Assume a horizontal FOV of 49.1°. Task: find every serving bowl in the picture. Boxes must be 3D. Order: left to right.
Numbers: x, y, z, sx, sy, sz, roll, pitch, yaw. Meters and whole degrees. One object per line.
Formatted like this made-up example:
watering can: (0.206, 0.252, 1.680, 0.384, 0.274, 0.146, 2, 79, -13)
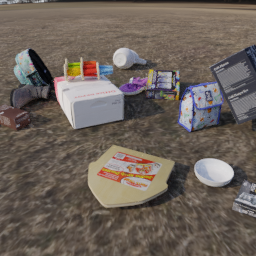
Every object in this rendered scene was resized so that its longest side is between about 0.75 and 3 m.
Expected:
serving bowl: (2.497, 1.359, 8.210, 1.103, 0.363, 1.103, 0, 29, 0)

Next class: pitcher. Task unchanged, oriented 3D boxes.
pitcher: (0.125, -4.270, 17.399, 1.742, 1.231, 2.031, 22, 24, 15)

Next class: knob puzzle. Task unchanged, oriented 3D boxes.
knob puzzle: (-0.053, 1.478, 7.990, 2.685, 0.372, 2.685, 0, 30, 0)

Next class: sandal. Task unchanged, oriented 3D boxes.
sandal: (0.514, -2.352, 14.397, 1.084, 0.655, 2.665, 24, 36, 35)

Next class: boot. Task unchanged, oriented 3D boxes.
boot: (-4.363, -1.476, 12.797, 1.534, 0.813, 2.330, 3, 33, -4)

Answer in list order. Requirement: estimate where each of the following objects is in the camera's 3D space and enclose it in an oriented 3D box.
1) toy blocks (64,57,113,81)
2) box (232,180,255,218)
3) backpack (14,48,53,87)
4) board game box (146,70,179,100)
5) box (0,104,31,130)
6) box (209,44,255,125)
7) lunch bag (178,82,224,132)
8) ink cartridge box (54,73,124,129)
toy blocks: (-1.716, -2.626, 12.315, 2.029, 0.737, 1.691, -4, 28, -6)
box: (3.333, 1.889, 7.370, 0.848, 0.268, 1.075, 18, 35, 29)
backpack: (-4.885, -2.966, 14.224, 1.471, 1.954, 1.735, -21, 31, 3)
board game box: (1.742, -2.165, 13.879, 1.586, 0.544, 1.918, 4, 41, 8)
box: (-4.706, -0.447, 11.209, 1.479, 0.554, 0.740, 18, 34, 25)
box: (4.602, -1.771, 10.826, 1.375, 2.405, 2.641, -27, 3, 36)
lunch bag: (2.813, -0.870, 10.757, 1.450, 1.706, 1.056, -13, 32, -24)
ink cartridge box: (-1.720, -1.291, 11.951, 2.193, 1.239, 2.993, -12, 32, -20)
